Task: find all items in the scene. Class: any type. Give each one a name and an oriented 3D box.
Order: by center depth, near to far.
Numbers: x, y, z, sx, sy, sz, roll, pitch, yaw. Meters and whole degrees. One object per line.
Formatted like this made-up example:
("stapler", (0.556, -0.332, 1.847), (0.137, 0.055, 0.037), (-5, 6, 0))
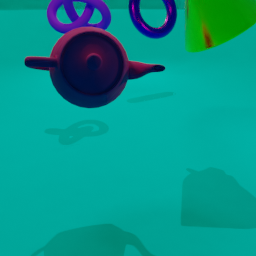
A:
("teapot", (-0.481, -0.908, 4.163), (1.993, 1.239, 0.976), (1, 4, -12))
("cone", (1.396, -2.489, 5.025), (1.588, 1.594, 1.588), (-29, 25, 15))
("knot shape", (-1.264, -3.351, 7.967), (1.684, 1.799, 0.831), (28, 15, -28))
("ring", (0.966, -4.427, 10.561), (2.091, 2.091, 0.418), (-13, 8, -26))
